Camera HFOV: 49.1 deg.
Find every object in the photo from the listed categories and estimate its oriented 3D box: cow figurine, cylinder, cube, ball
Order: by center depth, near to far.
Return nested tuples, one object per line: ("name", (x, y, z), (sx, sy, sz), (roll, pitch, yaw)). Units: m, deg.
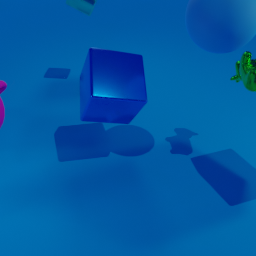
("ball", (1.759, -2.088, 5.187), (1.372, 1.372, 1.372), (0, 38, 0))
("cow figurine", (2.704, -1.167, 6.194), (0.637, 1.143, 1.161), (-1, 57, 7))
("cube", (-0.396, -0.920, 6.521), (1.251, 1.251, 1.251), (3, 67, -19))
("cylinder", (-1.434, -4.187, 8.979), (0.865, 0.865, 0.865), (24, 36, -15))

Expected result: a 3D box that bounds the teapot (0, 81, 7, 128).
("teapot", (-2.863, -0.182, 4.835), (1.231, 0.969, 1.980), (44, 62, -10))
